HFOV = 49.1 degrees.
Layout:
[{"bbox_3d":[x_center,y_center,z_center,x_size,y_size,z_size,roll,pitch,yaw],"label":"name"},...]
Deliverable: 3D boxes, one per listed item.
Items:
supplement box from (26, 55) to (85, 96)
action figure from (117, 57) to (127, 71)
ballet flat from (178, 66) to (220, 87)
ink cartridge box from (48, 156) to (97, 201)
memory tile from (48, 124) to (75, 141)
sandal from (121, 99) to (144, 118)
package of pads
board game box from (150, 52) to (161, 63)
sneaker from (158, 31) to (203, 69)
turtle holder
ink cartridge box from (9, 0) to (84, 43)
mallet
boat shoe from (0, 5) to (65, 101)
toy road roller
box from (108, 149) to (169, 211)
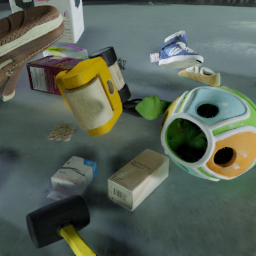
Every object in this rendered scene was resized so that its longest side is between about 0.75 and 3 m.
[{"bbox_3d":[-2.291,-1.918,10.349,2.457,1.053,1.356,12,31,20],"label":"supplement box"},{"bbox_3d":[-0.452,-2.993,12.767,0.699,0.600,1.177,4,26,-16],"label":"action figure"},{"bbox_3d":[2.879,-2.193,11.285,0.686,0.630,2.000,-22,36,-34],"label":"ballet flat"},{"bbox_3d":[-1.147,1.050,5.793,0.605,0.354,1.043,11,31,19],"label":"ink cartridge box"},{"bbox_3d":[-1.823,0.124,7.737,0.618,0.068,0.806,2,29,3],"label":"memory tile"},{"bbox_3d":[0.144,-0.712,8.890,1.810,0.387,0.688,13,32,22],"label":"sandal"},{"bbox_3d":[-3.124,-3.617,13.806,1.868,0.637,1.443,20,35,32],"label":"package of pads"},{"bbox_3d":[1.577,-3.406,13.404,0.690,0.419,0.865,-14,14,-23],"label":"board game box"},{"bbox_3d":[2.331,-3.469,11.983,0.935,1.700,2.322,19,-6,-37],"label":"sneaker"},{"bbox_3d":[1.485,-0.083,5.793,1.792,1.918,2.524,-10,62,-46],"label":"turtle holder"},{"bbox_3d":[-2.683,-4.405,9.033,2.106,2.890,1.197,6,44,5],"label":"ink cartridge box"},{"bbox_3d":[-0.655,1.755,3.631,0.987,0.617,2.997,-14,17,-23],"label":"mallet"},{"bbox_3d":[-2.059,-0.943,4.360,2.677,0.990,0.989,-19,41,13],"label":"boat shoe"},{"bbox_3d":[-1.282,-1.045,8.248,2.049,1.725,2.807,-11,28,23],"label":"toy road roller"},{"bbox_3d":[0.245,1.005,5.699,0.629,0.515,1.324,20,35,31],"label":"box"}]
